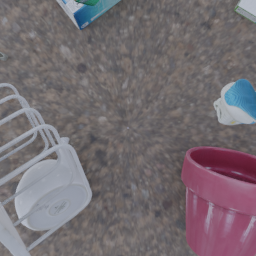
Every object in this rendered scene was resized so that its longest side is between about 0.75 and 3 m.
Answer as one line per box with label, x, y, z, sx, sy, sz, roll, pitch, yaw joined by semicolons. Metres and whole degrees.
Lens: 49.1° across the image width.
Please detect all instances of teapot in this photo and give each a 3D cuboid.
teapot;-2.191;1.648;7.682;2.112;2.084;1.542;-27;50;-22

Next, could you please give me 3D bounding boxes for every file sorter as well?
file sorter;-2.194;0.620;5.383;1.711;1.907;2.749;-34;47;-22

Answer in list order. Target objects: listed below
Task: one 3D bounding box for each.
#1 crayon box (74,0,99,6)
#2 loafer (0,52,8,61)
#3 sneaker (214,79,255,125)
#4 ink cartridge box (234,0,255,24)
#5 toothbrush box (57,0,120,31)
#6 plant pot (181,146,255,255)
crayon box;-0.337;-3.178;4.555;2.039;0.594;1.211;-31;86;32
loafer;-4.020;-2.243;8.413;0.783;0.273;0.274;16;88;1
sneaker;2.291;-0.414;5.939;0.928;2.296;0.879;-17;78;30
ink cartridge box;3.921;-3.550;8.406;1.249;0.370;0.648;31;88;1
toothbrush box;-0.978;-4.562;8.046;2.730;1.164;1.999;-37;89;-3
plant pot;2.596;2.034;7.261;2.702;2.702;2.419;10;103;0
